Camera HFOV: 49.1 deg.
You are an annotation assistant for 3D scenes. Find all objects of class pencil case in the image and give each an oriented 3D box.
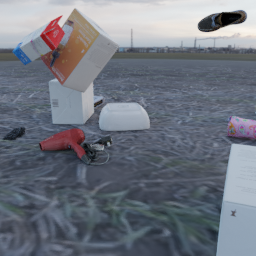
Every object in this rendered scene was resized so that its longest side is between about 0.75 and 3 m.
[{"bbox_3d":[4.462,0.045,9.841,1.868,0.817,0.817,11,21,29],"label":"pencil case"}]

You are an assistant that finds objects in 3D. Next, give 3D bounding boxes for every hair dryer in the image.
[{"bbox_3d":[-1.641,0.501,8.743,2.281,0.620,1.737,1,19,5],"label":"hair dryer"}]

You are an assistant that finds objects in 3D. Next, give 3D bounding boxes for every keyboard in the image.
[{"bbox_3d":[-4.193,0.128,10.528,0.639,0.243,1.228,-1,19,-2],"label":"keyboard"}]

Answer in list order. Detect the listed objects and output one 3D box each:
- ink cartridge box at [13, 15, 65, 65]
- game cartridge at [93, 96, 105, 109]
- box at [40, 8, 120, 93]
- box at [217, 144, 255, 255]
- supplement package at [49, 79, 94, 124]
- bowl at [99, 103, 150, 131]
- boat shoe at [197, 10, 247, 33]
[{"bbox_3d":[-2.341,-2.428,7.738,1.515,0.509,0.880,-17,40,26],"label":"ink cartridge box"},{"bbox_3d":[-2.242,-1.326,14.843,1.434,0.435,2.150,9,19,16],"label":"game cartridge"},{"bbox_3d":[-1.484,-2.310,8.548,1.452,1.907,1.014,48,18,25],"label":"box"},{"bbox_3d":[2.543,1.354,5.016,1.583,1.240,2.544,8,19,21],"label":"box"},{"bbox_3d":[-2.417,-1.304,12.345,1.411,1.834,1.918,2,18,6],"label":"supplement package"},{"bbox_3d":[-0.177,-0.552,11.797,2.098,0.784,2.101,-1,16,-6],"label":"bowl"},{"bbox_3d":[2.996,-3.532,9.132,1.600,0.578,0.579,-6,11,32],"label":"boat shoe"}]
